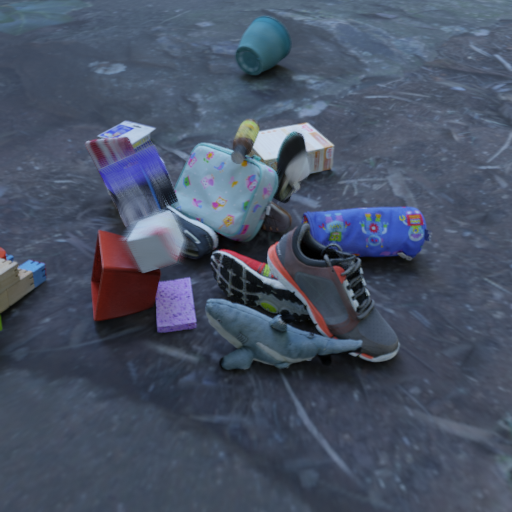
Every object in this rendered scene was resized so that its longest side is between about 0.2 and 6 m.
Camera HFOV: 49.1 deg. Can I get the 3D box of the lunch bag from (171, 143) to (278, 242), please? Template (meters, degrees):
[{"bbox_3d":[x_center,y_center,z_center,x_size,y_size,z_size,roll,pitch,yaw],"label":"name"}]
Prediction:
[{"bbox_3d":[-0.640,-1.412,12.061,2.263,1.815,0.872,27,3,34],"label":"lunch bag"}]

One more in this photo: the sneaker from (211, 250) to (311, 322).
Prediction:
[{"bbox_3d":[0.221,0.485,10.553,2.312,0.890,0.982,25,36,15],"label":"sneaker"}]

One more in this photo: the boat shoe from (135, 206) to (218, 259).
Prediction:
[{"bbox_3d":[-1.828,-0.550,11.782,2.105,0.796,0.635,18,36,24],"label":"boat shoe"}]

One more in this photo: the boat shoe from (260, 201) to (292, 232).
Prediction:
[{"bbox_3d":[0.050,-1.170,12.645,1.992,0.754,0.715,29,45,30],"label":"boat shoe"}]

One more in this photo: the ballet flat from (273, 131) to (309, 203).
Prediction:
[{"bbox_3d":[0.760,-1.796,11.895,0.698,2.054,0.703,-34,75,-22],"label":"ballet flat"}]

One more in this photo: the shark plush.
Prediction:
[{"bbox_3d":[0.378,1.361,9.093,2.528,1.053,1.148,17,41,20],"label":"shark plush"}]

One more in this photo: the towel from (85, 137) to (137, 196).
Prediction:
[{"bbox_3d":[-3.102,-1.952,12.489,0.221,1.396,1.939,-37,29,-31],"label":"towel"}]

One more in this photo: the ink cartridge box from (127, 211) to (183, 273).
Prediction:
[{"bbox_3d":[-1.752,-0.264,9.884,0.667,0.664,0.918,-17,25,11],"label":"ink cartridge box"}]

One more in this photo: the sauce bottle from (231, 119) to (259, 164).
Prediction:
[{"bbox_3d":[-0.237,-2.336,11.456,0.429,0.429,1.324,6,41,8],"label":"sauce bottle"}]

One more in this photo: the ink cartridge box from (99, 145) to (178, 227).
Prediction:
[{"bbox_3d":[-2.166,-1.302,10.454,1.154,1.164,0.253,-29,34,-15],"label":"ink cartridge box"}]

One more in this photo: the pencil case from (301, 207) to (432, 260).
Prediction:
[{"bbox_3d":[2.192,-0.409,11.451,2.551,0.995,1.108,-3,75,-4],"label":"pencil case"}]

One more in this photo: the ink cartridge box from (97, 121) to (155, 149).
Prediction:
[{"bbox_3d":[-3.656,-3.403,15.906,1.173,0.279,1.187,19,40,25],"label":"ink cartridge box"}]

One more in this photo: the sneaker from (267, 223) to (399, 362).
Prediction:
[{"bbox_3d":[1.416,0.577,9.375,2.795,1.145,1.077,42,38,6],"label":"sneaker"}]

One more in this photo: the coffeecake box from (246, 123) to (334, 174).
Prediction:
[{"bbox_3d":[0.792,-2.709,14.615,1.969,0.719,1.511,-15,40,-18],"label":"coffeecake box"}]

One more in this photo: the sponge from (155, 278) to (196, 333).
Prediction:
[{"bbox_3d":[-1.513,0.897,10.404,0.699,0.187,1.253,-6,39,-8],"label":"sponge"}]

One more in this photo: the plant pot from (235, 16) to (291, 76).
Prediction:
[{"bbox_3d":[0.129,-7.353,20.001,1.708,1.708,1.605,20,58,24],"label":"plant pot"}]

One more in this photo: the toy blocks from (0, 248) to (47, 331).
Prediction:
[{"bbox_3d":[-5.403,0.284,10.473,2.901,1.450,1.983,12,28,13],"label":"toy blocks"}]

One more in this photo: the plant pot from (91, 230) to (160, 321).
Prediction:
[{"bbox_3d":[-2.402,0.386,10.331,1.080,1.226,1.225,5,34,-22],"label":"plant pot"}]
